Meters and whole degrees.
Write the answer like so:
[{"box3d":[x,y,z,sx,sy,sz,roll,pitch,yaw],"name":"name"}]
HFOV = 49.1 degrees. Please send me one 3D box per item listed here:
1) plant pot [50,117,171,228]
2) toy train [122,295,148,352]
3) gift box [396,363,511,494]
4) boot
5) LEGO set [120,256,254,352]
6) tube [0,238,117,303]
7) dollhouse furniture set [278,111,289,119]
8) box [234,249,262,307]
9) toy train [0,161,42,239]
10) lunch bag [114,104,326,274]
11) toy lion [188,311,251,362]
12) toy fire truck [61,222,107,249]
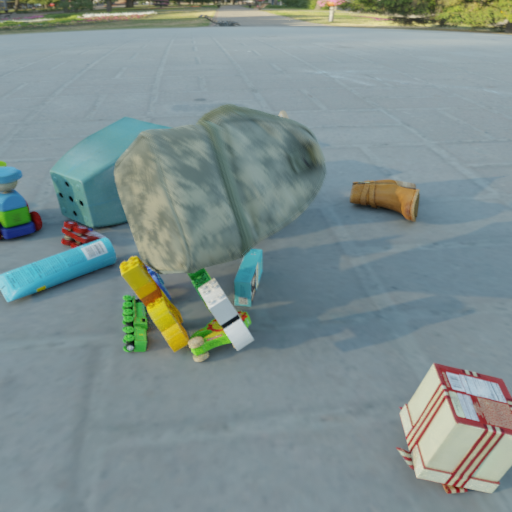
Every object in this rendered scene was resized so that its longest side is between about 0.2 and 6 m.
[{"box3d":[-3.389,-1.885,13.508,1.894,1.895,2.681,21,42,32],"name":"plant pot"},{"box3d":[-2.054,1.124,9.512,0.421,0.311,1.493,3,27,-15],"name":"toy train"},{"box3d":[2.376,2.078,6.829,1.231,1.149,1.136,16,31,-4],"name":"gift box"},{"box3d":[3.089,-1.420,13.594,1.611,0.796,2.075,5,29,8],"name":"boot"},{"box3d":[-1.482,0.298,9.329,1.382,1.486,3.622,-33,32,-4],"name":"LEGO set"},{"box3d":[-3.846,0.249,10.882,2.219,0.559,0.859,-22,37,-31],"name":"tube"},{"box3d":[-0.988,-1.951,11.892,2.970,2.804,1.938,-5,55,-19],"name":"dollhouse furniture set"},{"box3d":[-0.136,0.383,10.591,0.318,0.532,1.294,5,30,9],"name":"box"},{"box3d":[-5.989,-1.524,13.004,1.126,1.539,2.660,-19,34,-32],"name":"toy train"},{"box3d":[-0.599,-1.017,8.724,2.542,2.112,3.031,-18,3,-22],"name":"lunch bag"},{"box3d":[-0.587,1.235,9.166,1.050,0.360,1.006,-19,17,-4],"name":"toy lion"},{"box3d":[-3.786,-0.448,12.241,0.872,0.489,0.732,22,16,35],"name":"toy fire truck"}]
